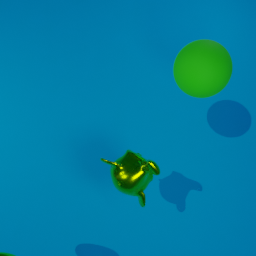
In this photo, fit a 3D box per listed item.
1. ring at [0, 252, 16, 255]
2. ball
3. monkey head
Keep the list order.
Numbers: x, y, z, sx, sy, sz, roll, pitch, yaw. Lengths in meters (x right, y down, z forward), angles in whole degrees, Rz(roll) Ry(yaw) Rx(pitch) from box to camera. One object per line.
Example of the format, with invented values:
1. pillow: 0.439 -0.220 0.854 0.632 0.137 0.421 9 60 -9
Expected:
1. ring: -2.443 2.529 4.960 1.128 1.128 0.226 5 91 1
2. ball: 1.576 -1.248 5.953 1.220 1.220 1.220 0 76 0
3. monkey head: 0.137 0.970 5.749 0.868 1.036 1.440 -44 104 -20
